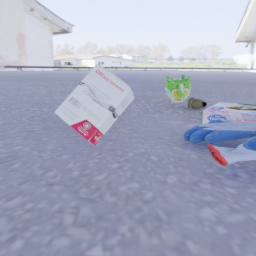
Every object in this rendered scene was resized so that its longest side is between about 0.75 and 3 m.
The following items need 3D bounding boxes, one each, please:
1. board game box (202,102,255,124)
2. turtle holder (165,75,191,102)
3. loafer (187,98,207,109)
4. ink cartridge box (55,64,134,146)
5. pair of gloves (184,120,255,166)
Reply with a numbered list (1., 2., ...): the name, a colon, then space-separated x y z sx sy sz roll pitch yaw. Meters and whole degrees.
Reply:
1. board game box: 3.369 -0.354 7.830 2.059 0.425 2.064 8 13 27
2. turtle holder: 1.885 -1.402 10.146 0.967 0.903 1.272 -14 21 -28
3. loafer: 2.508 -0.892 10.131 0.379 0.409 1.087 14 18 42
4. ink cartridge box: -0.646 -0.469 5.675 0.961 1.324 0.552 38 -6 16
5. pair of gloves: 2.385 0.085 5.185 2.397 0.340 2.982 -8 10 -1
